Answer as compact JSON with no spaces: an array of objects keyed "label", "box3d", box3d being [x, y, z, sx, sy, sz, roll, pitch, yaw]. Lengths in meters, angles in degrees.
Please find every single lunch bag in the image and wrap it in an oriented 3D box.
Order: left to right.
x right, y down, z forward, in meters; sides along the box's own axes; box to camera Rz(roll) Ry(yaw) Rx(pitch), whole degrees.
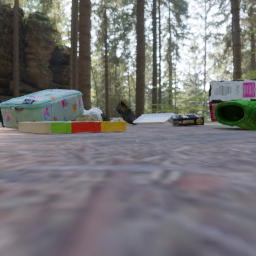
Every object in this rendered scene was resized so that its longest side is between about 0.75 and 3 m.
[{"label":"lunch bag","box3d":[-2.766,-0.661,9.057,1.940,0.932,2.419,7,19,26]}]

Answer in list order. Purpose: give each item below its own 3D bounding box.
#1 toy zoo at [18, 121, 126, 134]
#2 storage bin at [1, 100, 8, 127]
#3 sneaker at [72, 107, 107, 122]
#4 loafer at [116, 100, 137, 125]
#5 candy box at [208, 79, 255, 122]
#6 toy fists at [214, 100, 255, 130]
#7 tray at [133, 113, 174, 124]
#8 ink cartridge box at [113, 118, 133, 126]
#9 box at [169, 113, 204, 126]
[{"label":"toy zoo","box3d":[-1.260,-0.042,7.294,2.604,0.266,1.709,-2,2,-39]},{"label":"storage bin","box3d":[-5.080,-0.624,12.671,0.803,1.157,1.712,0,1,-10]},{"label":"sneaker","box3d":[-1.760,-0.221,10.038,1.230,0.807,2.138,-24,21,-37]},{"label":"loafer","box3d":[-0.040,-0.846,15.581,0.650,0.646,1.786,-23,52,-34]},{"label":"candy box","box3d":[4.565,-0.948,10.330,2.989,0.912,2.038,0,-19,20]},{"label":"toy fists","box3d":[4.116,-0.386,8.461,1.433,0.967,2.811,-11,10,-44]},{"label":"tray","box3d":[1.031,-0.342,11.304,1.552,0.172,0.833,0,26,39]},{"label":"ink cartridge box","box3d":[-0.375,-0.363,16.390,1.298,0.437,0.760,3,3,36]},{"label":"box","box3d":[2.966,-0.439,14.496,1.522,0.464,1.888,-3,9,3]}]
